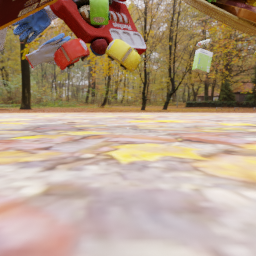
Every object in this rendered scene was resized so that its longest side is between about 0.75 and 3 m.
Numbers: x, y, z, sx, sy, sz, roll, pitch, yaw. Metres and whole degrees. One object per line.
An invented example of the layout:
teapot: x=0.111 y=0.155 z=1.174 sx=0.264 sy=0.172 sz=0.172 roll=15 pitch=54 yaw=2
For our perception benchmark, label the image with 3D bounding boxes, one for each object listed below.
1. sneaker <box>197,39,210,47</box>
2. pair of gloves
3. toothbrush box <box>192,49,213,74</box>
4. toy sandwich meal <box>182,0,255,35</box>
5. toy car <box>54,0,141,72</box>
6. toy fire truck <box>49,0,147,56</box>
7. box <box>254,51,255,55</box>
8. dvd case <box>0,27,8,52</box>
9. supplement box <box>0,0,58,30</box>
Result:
sneaker: x=3.190 y=-3.556 z=11.853 sx=0.353 sy=0.266 sz=0.756 roll=-8 pitch=8 yaw=-13
pair of gloves: x=-3.160 y=-3.469 z=10.755 sx=2.110 sy=2.624 sz=0.299 roll=-35 pitch=47 yaw=-21
toothbrush box: x=2.875 y=-2.565 z=10.808 sx=0.584 sy=0.803 sz=0.345 roll=13 pitch=-3 yaw=-19
toy sandwich meal: x=2.599 y=-3.286 z=7.222 sx=2.755 sy=0.944 sz=2.755 roll=20 pitch=30 yaw=-12
toy car: x=-0.685 y=-2.262 z=6.343 sx=2.020 sy=1.901 sz=0.450 roll=2 pitch=0 yaw=-1
toy fire truck: x=-0.799 y=-3.302 z=8.318 sx=1.669 sy=2.500 sz=2.977 roll=-31 pitch=-9 yaw=39
box: x=3.408 y=-2.061 z=5.252 sx=0.780 sy=2.073 sz=0.519 roll=42 pitch=5 yaw=13
dvd case: x=-4.060 y=-3.427 z=8.619 sx=0.288 sy=2.326 sz=1.748 roll=19 pitch=19 yaw=-9
supplement box: x=-2.204 y=-3.321 z=5.564 sx=2.059 sy=1.386 sz=2.088 roll=-47 pitch=16 yaw=-33
